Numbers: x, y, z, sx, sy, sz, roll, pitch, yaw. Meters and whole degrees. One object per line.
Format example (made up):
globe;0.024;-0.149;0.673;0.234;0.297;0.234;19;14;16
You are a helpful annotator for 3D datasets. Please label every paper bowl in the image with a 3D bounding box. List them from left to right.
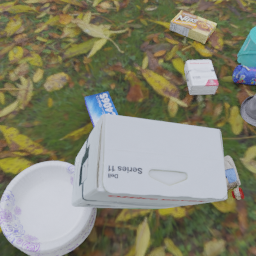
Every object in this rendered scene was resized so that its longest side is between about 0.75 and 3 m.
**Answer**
paper bowl;-2.008;2.157;7.409;2.363;1.229;2.363;-1;54;1

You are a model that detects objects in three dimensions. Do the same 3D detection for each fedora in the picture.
fedora;4.714;-0.770;9.843;1.256;0.641;1.420;35;62;22

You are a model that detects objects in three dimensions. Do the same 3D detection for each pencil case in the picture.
pencil case;4.930;-2.015;10.646;1.787;0.776;0.697;5;54;2

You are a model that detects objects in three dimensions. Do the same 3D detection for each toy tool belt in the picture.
toy tool belt;2.803;1.527;8.236;0.845;0.858;1.374;-21;48;23

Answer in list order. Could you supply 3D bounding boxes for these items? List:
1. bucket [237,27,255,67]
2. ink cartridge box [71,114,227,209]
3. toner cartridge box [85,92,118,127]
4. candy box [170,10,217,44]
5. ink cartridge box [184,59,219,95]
bucket;5.457;-3.116;11.155;1.865;1.213;1.865;-1;55;1
ink cartridge box;0.162;0.876;5.429;2.139;2.917;1.212;7;70;-16
toner cartridge box;-0.825;-0.391;9.714;0.897;0.408;1.889;-17;56;-12
candy box;2.916;-4.558;12.598;1.799;0.498;1.039;29;60;19
ink cartridge box;2.769;-1.951;10.714;0.997;0.581;1.369;-2;56;-1
